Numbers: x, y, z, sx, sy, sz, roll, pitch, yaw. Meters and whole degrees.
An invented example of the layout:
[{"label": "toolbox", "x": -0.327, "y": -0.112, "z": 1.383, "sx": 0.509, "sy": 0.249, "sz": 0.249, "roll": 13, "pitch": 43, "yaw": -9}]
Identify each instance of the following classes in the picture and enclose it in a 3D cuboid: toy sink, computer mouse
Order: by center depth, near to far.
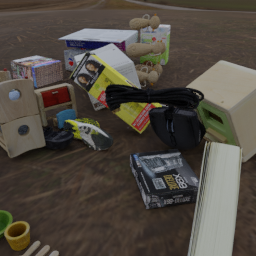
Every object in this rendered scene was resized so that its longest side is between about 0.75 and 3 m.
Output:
[{"label": "computer mouse", "x": 0.604, "y": -0.073, "z": 6.077, "sx": 2.033, "sy": 0.666, "sz": 2.895, "roll": 7, "pitch": -15, "yaw": 19}, {"label": "toy sink", "x": 2.499, "y": -0.192, "z": 6.552, "sx": 1.255, "sy": 2.240, "sz": 1.460, "roll": -38, "pitch": 36, "yaw": -6}, {"label": "computer mouse", "x": -1.827, "y": 0.298, "z": 6.963, "sx": 1.256, "sy": 0.331, "sz": 0.869, "roll": 4, "pitch": 27, "yaw": 33}]

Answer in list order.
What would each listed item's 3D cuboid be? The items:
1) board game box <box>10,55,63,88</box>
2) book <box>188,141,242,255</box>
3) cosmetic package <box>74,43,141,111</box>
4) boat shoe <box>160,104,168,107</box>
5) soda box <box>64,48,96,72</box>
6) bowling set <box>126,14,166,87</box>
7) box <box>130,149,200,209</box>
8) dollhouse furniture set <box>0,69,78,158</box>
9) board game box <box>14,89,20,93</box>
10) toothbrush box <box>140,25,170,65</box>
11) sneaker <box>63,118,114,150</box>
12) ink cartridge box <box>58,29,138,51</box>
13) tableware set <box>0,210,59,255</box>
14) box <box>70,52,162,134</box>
[{"label": "board game box", "x": -3.733, "y": -2.362, "z": 11.503, "sx": 1.659, "sy": 0.803, "sz": 1.323, "roll": 20, "pitch": 34, "yaw": 34}, {"label": "book", "x": 1.064, "y": 1.349, "z": 3.638, "sx": 0.529, "sy": 1.470, "sz": 2.200, "roll": 10, "pitch": 28, "yaw": 17}, {"label": "cosmetic package", "x": -0.803, "y": -1.898, "z": 9.836, "sx": 1.687, "sy": 1.213, "sz": 2.989, "roll": -22, "pitch": 30, "yaw": -7}, {"label": "boat shoe", "x": 0.561, "y": -0.592, "z": 8.353, "sx": 1.704, "sy": 0.560, "sz": 0.613, "roll": 20, "pitch": 34, "yaw": 34}, {"label": "soda box", "x": -1.639, "y": -3.441, "z": 13.481, "sx": 0.976, "sy": 0.907, "sz": 2.859, "roll": 21, "pitch": 34, "yaw": 35}, {"label": "bowling set", "x": 0.988, "y": -2.991, "z": 11.610, "sx": 1.569, "sy": 2.922, "sz": 2.034, "roll": 7, "pitch": -1, "yaw": 30}, {"label": "box", "x": 0.713, "y": 0.957, "z": 5.583, "sx": 1.103, "sy": 0.348, "sz": 1.399, "roll": -5, "pitch": 27, "yaw": -10}, {"label": "dollhouse furniture set", "x": -2.246, "y": -0.668, "z": 7.097, "sx": 2.390, "sy": 1.675, "sz": 1.685, "roll": -21, "pitch": 28, "yaw": -34}, {"label": "board game box", "x": -4.802, "y": -1.296, "z": 9.320, "sx": 2.080, "sy": 0.293, "sz": 1.407, "roll": 20, "pitch": 25, "yaw": 6}, {"label": "toothbrush box", "x": 1.326, "y": -4.112, "z": 13.804, "sx": 1.314, "sy": 1.805, "sz": 0.777, "roll": 9, "pitch": 28, "yaw": 15}, {"label": "sneaker", "x": -0.922, "y": 0.036, "z": 7.092, "sx": 1.635, "sy": 0.609, "sz": 0.692, "roll": 21, "pitch": 34, "yaw": 35}, {"label": "ink cartridge box", "x": -1.270, "y": -4.051, "z": 12.992, "sx": 2.883, "sy": 0.636, "sz": 2.936, "roll": 8, "pitch": 31, "yaw": 15}, {"label": "tableware set", "x": -2.231, "y": 2.006, "z": 3.544, "sx": 1.655, "sy": 0.377, "sz": 2.456, "roll": 15, "pitch": 31, "yaw": 27}, {"label": "box", "x": -0.307, "y": -0.935, "z": 7.382, "sx": 2.382, "sy": 0.897, "sz": 0.597, "roll": 39, "pitch": 17, "yaw": 1}]
